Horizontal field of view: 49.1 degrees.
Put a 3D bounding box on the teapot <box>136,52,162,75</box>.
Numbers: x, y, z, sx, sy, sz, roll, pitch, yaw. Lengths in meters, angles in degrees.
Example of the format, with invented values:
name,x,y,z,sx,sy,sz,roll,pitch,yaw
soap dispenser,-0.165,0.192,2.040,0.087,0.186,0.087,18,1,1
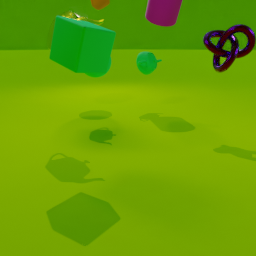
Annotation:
name,x,y,z,sx,sy,sz,roll,pitch,yaw
teapot,0.803,-2.525,10.759,0.703,0.893,1.436,-11,6,36

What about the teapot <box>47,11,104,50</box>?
name,x,y,z,sx,sy,sz,roll,pitch,yaw
teapot,-1.326,-2.181,6.751,0.914,1.161,1.868,10,-23,-39

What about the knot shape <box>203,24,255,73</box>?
name,x,y,z,sx,sy,sz,roll,pitch,yaw
knot shape,2.657,-2.111,7.580,1.336,1.250,0.617,15,0,34

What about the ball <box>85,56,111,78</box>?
name,x,y,z,sx,sy,sz,roll,pitch,yaw
ball,-1.291,-2.626,11.006,1.271,1.271,1.271,0,17,0

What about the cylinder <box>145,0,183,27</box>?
name,x,y,z,sx,sy,sz,roll,pitch,yaw
cylinder,1.341,-4.572,10.304,1.213,1.213,1.213,6,45,-6

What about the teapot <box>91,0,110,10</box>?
name,x,y,z,sx,sy,sz,roll,pitch,yaw
teapot,-0.878,-4.423,9.159,0.764,0.970,1.560,-10,12,-3

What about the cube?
name,x,y,z,sx,sy,sz,roll,pitch,yaw
cube,-0.825,-1.486,5.066,0.779,0.779,0.779,31,26,31
